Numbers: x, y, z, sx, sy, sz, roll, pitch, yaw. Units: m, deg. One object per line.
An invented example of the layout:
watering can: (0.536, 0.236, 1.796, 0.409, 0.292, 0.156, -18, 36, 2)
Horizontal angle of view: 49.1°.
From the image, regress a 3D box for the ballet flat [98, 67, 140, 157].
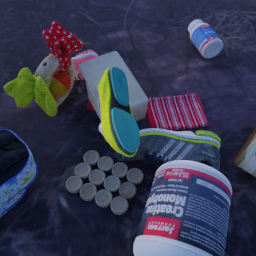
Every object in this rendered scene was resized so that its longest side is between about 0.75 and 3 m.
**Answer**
ballet flat: (-0.343, -0.325, 6.928, 0.920, 0.923, 2.753, 23, 43, -36)

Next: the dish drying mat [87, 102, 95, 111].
dish drying mat: (-0.581, -0.605, 8.961, 1.436, 0.131, 0.552, 22, 61, 14)

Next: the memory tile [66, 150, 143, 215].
memory tile: (-0.622, 1.416, 7.503, 1.805, 0.152, 1.384, 21, 57, 14)

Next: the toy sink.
toy sink: (-0.475, -1.073, 8.506, 1.314, 1.130, 2.016, -25, 68, -15)

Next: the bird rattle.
bird rattle: (-2.260, -1.605, 8.318, 1.521, 2.201, 2.699, 17, 70, 9)

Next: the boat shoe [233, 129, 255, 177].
boat shoe: (3.953, 0.322, 7.879, 0.812, 0.902, 2.500, 38, 65, 15)

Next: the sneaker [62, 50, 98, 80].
sneaker: (-1.811, -1.990, 9.561, 2.087, 0.769, 0.905, -28, 60, -19)

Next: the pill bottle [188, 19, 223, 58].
pill bottle: (2.847, -3.393, 10.518, 0.838, 0.838, 1.492, -16, 57, -11)

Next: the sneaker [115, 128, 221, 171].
sneaker: (1.111, 0.732, 7.468, 2.932, 1.083, 1.187, -2, 58, 1)

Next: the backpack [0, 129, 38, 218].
backpack: (-3.311, 1.127, 6.882, 2.004, 1.473, 1.834, -39, 62, -21)

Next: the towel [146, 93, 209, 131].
towel: (1.487, -0.514, 8.850, 1.869, 0.210, 1.352, -6, 55, -4)

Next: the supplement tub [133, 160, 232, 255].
supplement tub: (1.160, 2.144, 5.963, 1.783, 1.783, 2.541, 15, 55, 11)
